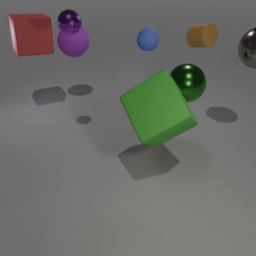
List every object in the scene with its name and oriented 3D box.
[{"bbox_3d":[2.317,-2.877,8.741,0.700,0.700,0.700,-20,22,-30],"label":"cylinder"},{"bbox_3d":[0.862,-0.458,7.533,1.400,1.400,1.400,-30,-17,15],"label":"cube"},{"bbox_3d":[2.114,-1.619,10.128,1.400,1.400,1.400,0,31,0],"label":"ball"},{"bbox_3d":[-2.408,-3.851,12.395,1.400,1.400,1.400,0,31,0],"label":"ball"},{"bbox_3d":[-3.896,-3.790,11.317,1.400,1.400,1.400,-12,31,-24],"label":"cube"},{"bbox_3d":[4.483,-2.719,9.530,1.400,1.400,1.400,0,31,0],"label":"ball"},{"bbox_3d":[0.623,-2.746,8.721,0.700,0.700,0.700,0,31,0],"label":"ball"},{"bbox_3d":[-1.693,-3.061,8.122,0.700,0.700,0.700,0,31,0],"label":"ball"}]
